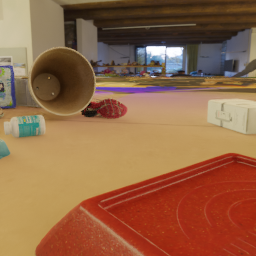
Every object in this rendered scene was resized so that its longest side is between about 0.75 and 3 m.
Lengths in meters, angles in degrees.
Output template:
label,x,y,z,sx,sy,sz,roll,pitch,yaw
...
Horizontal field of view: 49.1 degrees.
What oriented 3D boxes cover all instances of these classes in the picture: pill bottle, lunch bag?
label,x,y,z,sx,sy,sz,roll,pitch,yaw
pill bottle,-2.416,-0.036,6.553,0.870,0.482,0.482,-7,14,-29
lunch bag,-5.347,-1.598,10.911,1.967,1.673,1.254,1,12,7

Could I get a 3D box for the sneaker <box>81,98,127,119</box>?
label,x,y,z,sx,sy,sz,roll,pitch,yaw
sneaker,-0.739,-0.667,9.062,1.629,0.657,0.608,6,12,28

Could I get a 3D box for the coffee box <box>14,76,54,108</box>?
label,x,y,z,sx,sy,sz,roll,pitch,yaw
coffee box,-4.151,-1.604,12.057,2.955,1.179,1.670,6,14,25

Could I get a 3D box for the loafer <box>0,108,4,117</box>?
label,x,y,z,sx,sy,sz,roll,pitch,yaw
loafer,-4.327,-0.636,8.645,0.864,0.755,2.402,-5,13,-23

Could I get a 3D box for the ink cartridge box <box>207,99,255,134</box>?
label,x,y,z,sx,sy,sz,roll,pitch,yaw
ink cartridge box,3.111,-0.359,7.554,1.200,0.678,1.638,-4,13,-18

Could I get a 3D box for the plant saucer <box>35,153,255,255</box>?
label,x,y,z,sx,sy,sz,roll,pitch,yaw
plant saucer,1.179,0.897,2.203,2.934,0.540,2.940,-10,16,-37

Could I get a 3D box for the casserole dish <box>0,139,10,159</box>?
label,x,y,z,sx,sy,sz,roll,pitch,yaw
casserole dish,-2.931,0.338,5.294,1.577,0.306,0.955,11,17,38

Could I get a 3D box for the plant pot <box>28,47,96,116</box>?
label,x,y,z,sx,sy,sz,roll,pitch,yaw
plant pot,-2.396,-1.419,9.181,2.017,2.017,2.153,-7,6,-29
